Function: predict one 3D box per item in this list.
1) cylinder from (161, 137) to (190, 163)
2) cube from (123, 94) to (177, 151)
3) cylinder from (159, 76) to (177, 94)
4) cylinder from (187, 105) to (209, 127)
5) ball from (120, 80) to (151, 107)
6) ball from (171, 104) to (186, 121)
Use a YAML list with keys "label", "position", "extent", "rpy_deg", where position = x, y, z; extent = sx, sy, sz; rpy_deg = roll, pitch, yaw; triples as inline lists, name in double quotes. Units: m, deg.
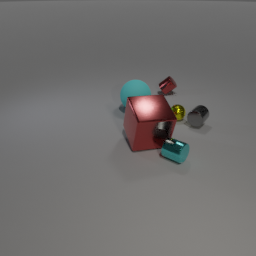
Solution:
- label: "cylinder"
  position: [1.592, 0.743, 9.396]
  extent: [0.700, 0.700, 0.700]
  rpy_deg: [21, 35, 34]
- label: "cube"
  position: [0.726, -0.204, 10.005]
  extent: [1.400, 1.400, 1.400]
  rpy_deg: [-6, 44, -16]
- label: "cylinder"
  position: [2.083, -2.236, 14.645]
  extent: [0.700, 0.700, 0.700]
  rpy_deg: [-35, 16, 26]
- label: "cylinder"
  position: [2.879, -0.500, 11.481]
  extent: [0.700, 0.700, 0.700]
  rpy_deg: [18, 34, 30]
- label: "ball"
  position: [0.344, -1.469, 12.633]
  extent: [1.400, 1.400, 1.400]
  rpy_deg: [0, 28, 0]
- label: "ball"
  position: [2.130, -0.668, 12.052]
  extent: [0.700, 0.700, 0.700]
  rpy_deg: [0, 28, 0]
